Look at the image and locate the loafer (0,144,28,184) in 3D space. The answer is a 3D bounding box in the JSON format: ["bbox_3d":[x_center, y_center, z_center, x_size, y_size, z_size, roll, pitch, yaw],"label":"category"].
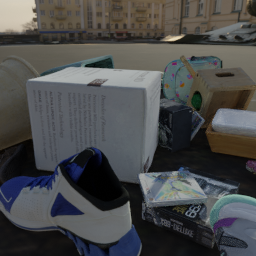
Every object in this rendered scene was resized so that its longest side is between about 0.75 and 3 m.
[{"bbox_3d":[-2.869,0.900,6.701,0.580,0.597,1.634,-10,15,-3],"label":"loafer"}]

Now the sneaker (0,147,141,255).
[{"bbox_3d":[-0.998,1.021,4.762,2.801,1.618,1.132,12,23,29],"label":"sneaker"}]

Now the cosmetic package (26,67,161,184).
[{"bbox_3d":[-0.678,-0.240,7.148,2.741,2.261,2.259,5,21,13],"label":"cosmetic package"}]

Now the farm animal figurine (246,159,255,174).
[{"bbox_3d":[3.240,1.031,6.441,0.997,0.501,0.805,6,3,25],"label":"farm animal figurine"}]

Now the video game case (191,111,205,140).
[{"bbox_3d":[1.963,-0.031,8.587,0.097,0.842,0.767,27,17,-16],"label":"video game case"}]

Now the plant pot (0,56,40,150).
[{"bbox_3d":[-3.747,-0.384,7.698,2.610,2.610,2.389,17,37,37],"label":"plant pot"}]

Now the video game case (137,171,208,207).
[{"bbox_3d":[0.800,1.127,5.335,1.100,0.121,1.003,-2,21,-8],"label":"video game case"}]

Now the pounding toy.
[{"bbox_3d":[2.864,-1.276,9.652,2.188,2.014,1.556,-5,43,-13],"label":"pounding toy"}]

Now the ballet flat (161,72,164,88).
[{"bbox_3d":[1.219,-2.605,15.220,2.854,1.027,1.027,-2,21,-4],"label":"ballet flat"}]

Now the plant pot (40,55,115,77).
[{"bbox_3d":[-1.875,-1.157,9.840,2.377,2.327,2.333,-1,19,22],"label":"plant pot"}]

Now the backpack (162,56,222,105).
[{"bbox_3d":[2.662,-1.948,11.878,2.443,2.148,1.873,4,17,22],"label":"backpack"}]

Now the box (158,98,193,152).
[{"bbox_3d":[1.211,-0.119,8.295,0.765,1.235,1.214,-15,25,-30],"label":"box"}]

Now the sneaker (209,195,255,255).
[{"bbox_3d":[2.329,1.908,3.694,2.402,0.934,1.681,8,35,5],"label":"sneaker"}]

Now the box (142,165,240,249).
[{"bbox_3d":[1.258,1.401,5.424,1.338,0.422,1.697,14,25,32],"label":"box"}]

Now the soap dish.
[{"bbox_3d":[3.493,0.178,7.955,2.283,0.927,1.796,8,22,22],"label":"soap dish"}]
